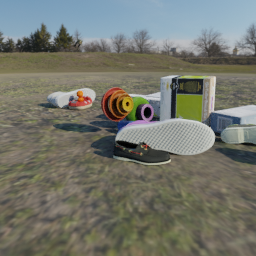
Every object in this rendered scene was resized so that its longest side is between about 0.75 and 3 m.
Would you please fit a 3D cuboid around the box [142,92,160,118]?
[{"bbox_3d":[1.593,-1.135,13.165,1.517,0.782,2.601,8,16,30],"label":"box"}]

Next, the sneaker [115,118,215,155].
[{"bbox_3d":[1.038,0.105,8.028,2.643,0.958,1.507,2,11,7],"label":"sneaker"}]

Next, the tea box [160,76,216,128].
[{"bbox_3d":[2.210,-0.978,10.371,1.810,1.840,1.229,7,16,25],"label":"tea box"}]

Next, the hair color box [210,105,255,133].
[{"bbox_3d":[4.177,-0.284,9.914,2.419,0.733,1.197,-10,18,-33],"label":"hair color box"}]

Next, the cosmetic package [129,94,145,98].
[{"bbox_3d":[0.684,-1.488,15.124,1.993,0.505,0.823,12,19,40],"label":"cosmetic package"}]

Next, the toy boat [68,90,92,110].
[{"bbox_3d":[-2.396,-1.446,14.137,0.908,0.910,1.392,5,15,20],"label":"toy boat"}]

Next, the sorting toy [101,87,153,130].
[{"bbox_3d":[0.182,-0.527,9.391,2.316,1.392,0.951,13,-5,-41],"label":"sorting toy"}]

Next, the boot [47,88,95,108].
[{"bbox_3d":[-3.065,-1.709,15.090,1.213,0.934,2.539,21,25,40],"label":"boot"}]

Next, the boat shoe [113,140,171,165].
[{"bbox_3d":[0.328,0.601,7.011,1.501,0.470,0.549,7,15,21],"label":"boat shoe"}]

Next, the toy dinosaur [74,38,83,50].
[{"bbox_3d":[-1.722,-2.916,9.655,0.198,0.368,0.835,22,16,-31],"label":"toy dinosaur"}]

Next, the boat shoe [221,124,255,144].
[{"bbox_3d":[3.718,0.174,8.290,1.802,0.644,0.539,2,19,24],"label":"boat shoe"}]
